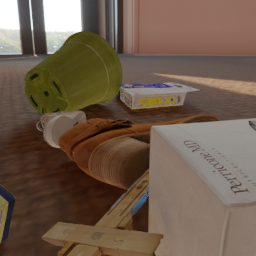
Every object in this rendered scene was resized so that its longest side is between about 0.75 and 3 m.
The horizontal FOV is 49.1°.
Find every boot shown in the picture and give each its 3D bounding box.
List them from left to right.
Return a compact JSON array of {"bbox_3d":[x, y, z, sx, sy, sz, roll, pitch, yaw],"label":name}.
[{"bbox_3d":[-1.659,0.013,6.321,0.924,0.711,1.934,-3,9,11],"label":"boot"},{"bbox_3d":[0.240,0.164,5.195,2.719,1.002,2.104,-10,16,-37],"label":"boot"}]

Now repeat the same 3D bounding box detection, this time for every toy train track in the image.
[{"bbox_3d":[-0.016,0.997,3.018,1.269,0.360,2.212,-7,17,33],"label":"toy train track"}]

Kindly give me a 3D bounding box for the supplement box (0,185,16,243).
[{"bbox_3d":[-1.879,0.888,2.813,0.976,0.655,0.975,32,28,18],"label":"supplement box"}]

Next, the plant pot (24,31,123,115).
[{"bbox_3d":[-1.804,-1.440,8.613,2.493,2.493,2.368,9,33,26],"label":"plant pot"}]

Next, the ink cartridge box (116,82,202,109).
[{"bbox_3d":[1.002,-1.268,10.399,2.535,0.596,2.505,-3,16,-14],"label":"ink cartridge box"}]

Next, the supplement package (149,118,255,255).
[{"bbox_3d":[1.516,0.750,2.522,2.411,1.414,1.409,-4,20,-12],"label":"supplement package"}]
